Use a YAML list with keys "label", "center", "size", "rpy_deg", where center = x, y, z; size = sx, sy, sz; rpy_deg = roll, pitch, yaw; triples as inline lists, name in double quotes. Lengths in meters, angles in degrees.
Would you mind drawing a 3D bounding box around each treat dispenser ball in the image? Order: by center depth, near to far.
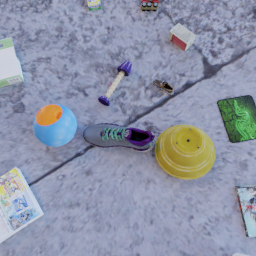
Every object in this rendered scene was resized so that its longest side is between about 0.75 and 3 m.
- label: "treat dispenser ball"
  center: [-2.585, -0.091, 9.934]
  size: [1.517, 1.517, 1.517]
  rpy_deg: [0, 70, 0]

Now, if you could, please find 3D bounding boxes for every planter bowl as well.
- label: "planter bowl"
  center: [2.050, 0.610, 9.779]
  size: [2.188, 0.911, 2.188]
  rpy_deg: [-1, 60, 2]

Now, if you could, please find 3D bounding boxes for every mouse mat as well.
- label: "mouse mat"
  center: [4.375, -0.380, 10.811]
  size: [1.473, 0.069, 1.830]
  rpy_deg: [-11, 71, -4]

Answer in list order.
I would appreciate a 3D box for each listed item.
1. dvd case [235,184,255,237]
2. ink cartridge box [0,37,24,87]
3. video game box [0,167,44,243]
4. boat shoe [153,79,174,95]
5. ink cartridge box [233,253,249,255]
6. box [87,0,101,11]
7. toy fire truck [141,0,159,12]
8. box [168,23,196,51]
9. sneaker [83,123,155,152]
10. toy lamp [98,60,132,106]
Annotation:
- label: "dvd case"
  center: [4.481, 2.773, 9.591]
  size: [1.247, 0.188, 1.708]
  rpy_deg: [-5, 69, -2]
- label: "ink cartridge box"
  center: [-5.164, -2.635, 11.409]
  size: [1.398, 0.461, 1.921]
  rpy_deg: [-17, 71, -6]
- label: "video game box"
  center: [-4.104, 2.606, 9.514]
  size: [1.749, 0.449, 1.920]
  rpy_deg: [-32, 73, -9]
- label: "boat shoe"
  center: [1.433, -1.711, 11.137]
  size: [0.952, 0.345, 0.344]
  rpy_deg: [31, 73, 11]
- label: "ink cartridge box"
  center: [3.710, 5.476, 8.066]
  size: [2.046, 1.181, 2.812]
  rpy_deg: [-40, 75, -13]
- label: "box"
  center: [-1.570, -5.819, 12.695]
  size: [0.591, 0.244, 1.008]
  rpy_deg: [-11, 69, -4]
- label: "toy fire truck"
  center: [0.967, -5.690, 12.549]
  size: [0.773, 0.565, 0.878]
  rpy_deg: [1, 80, 1]
- label: "box"
  center: [2.261, -3.831, 11.815]
  size: [0.953, 0.519, 0.609]
  rpy_deg: [41, 75, 14]
- label: "sneaker"
  center: [-0.332, 0.185, 10.014]
  size: [2.640, 1.156, 0.983]
  rpy_deg: [6, 70, 2]
- label: "toy lamp"
  center: [-0.451, -1.807, 11.069]
  size: [0.583, 0.583, 2.003]
  rpy_deg: [26, 73, 9]
